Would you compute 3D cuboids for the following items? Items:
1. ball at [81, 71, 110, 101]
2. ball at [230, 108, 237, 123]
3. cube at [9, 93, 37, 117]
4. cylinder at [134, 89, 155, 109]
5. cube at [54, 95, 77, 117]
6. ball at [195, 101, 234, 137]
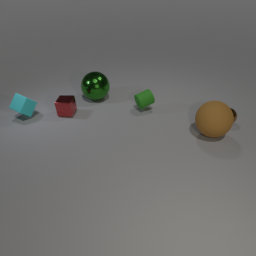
[{"bbox_3d":[-1.587,-2.041,13.625,1.400,1.400,1.400,0,31,0],"label":"ball"},{"bbox_3d":[4.195,-0.499,11.714,0.700,0.700,0.700,0,31,0],"label":"ball"},{"bbox_3d":[-4.505,-0.986,12.053,0.700,0.700,0.700,23,-2,24],"label":"cube"},{"bbox_3d":[0.748,-1.315,12.712,0.700,0.700,0.700,-27,37,-12],"label":"cylinder"},{"bbox_3d":[-2.743,-0.980,12.397,0.700,0.700,0.700,1,36,10],"label":"cube"},{"bbox_3d":[3.268,-0.339,10.643,1.400,1.400,1.400,0,31,0],"label":"ball"}]
